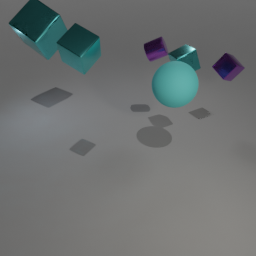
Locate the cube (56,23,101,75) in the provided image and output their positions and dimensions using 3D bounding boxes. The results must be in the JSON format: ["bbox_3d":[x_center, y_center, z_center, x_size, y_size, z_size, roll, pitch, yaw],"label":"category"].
[{"bbox_3d":[-1.110,-1.816,6.471,0.700,0.700,0.700,32,71,11],"label":"cube"}]

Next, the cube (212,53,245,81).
[{"bbox_3d":[3.684,-2.227,10.287,0.700,0.700,0.700,-3,54,-48],"label":"cube"}]

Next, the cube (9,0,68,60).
[{"bbox_3d":[-3.356,-3.794,10.802,1.400,1.400,1.400,37,82,11],"label":"cube"}]

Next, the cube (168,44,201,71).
[{"bbox_3d":[1.843,-2.203,9.177,0.700,0.700,0.700,-28,34,-3],"label":"cube"}]

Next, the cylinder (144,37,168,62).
[{"bbox_3d":[1.020,-2.858,10.173,0.700,0.700,0.700,-17,26,20],"label":"cylinder"}]

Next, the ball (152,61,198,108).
[{"bbox_3d":[1.418,-1.316,8.500,1.400,1.400,1.400,0,31,0],"label":"ball"}]
